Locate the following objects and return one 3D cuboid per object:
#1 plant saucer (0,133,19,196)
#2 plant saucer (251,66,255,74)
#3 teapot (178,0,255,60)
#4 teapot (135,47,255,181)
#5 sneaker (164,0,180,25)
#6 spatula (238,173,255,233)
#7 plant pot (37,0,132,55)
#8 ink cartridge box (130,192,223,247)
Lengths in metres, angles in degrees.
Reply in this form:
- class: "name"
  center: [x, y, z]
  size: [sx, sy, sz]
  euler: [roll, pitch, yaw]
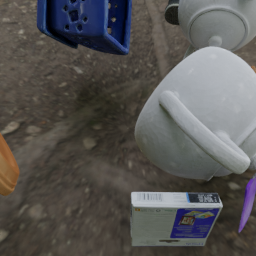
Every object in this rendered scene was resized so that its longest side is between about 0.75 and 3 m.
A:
- class: "plant saucer"
  center: [-2.780, 0.218, 5.460]
  size: [0.436, 2.329, 2.329]
  euler: [-31, 61, -17]
- class: "plant saucer"
  center: [3.394, -0.381, 6.896]
  size: [0.383, 2.371, 2.371]
  euler: [-23, 50, 26]
- class: "teapot"
  center: [2.103, -2.479, 6.552]
  size: [2.202, 2.231, 1.629]
  euler: [2, 59, 30]
- class: "teapot"
  center: [1.653, 0.009, 5.402]
  size: [2.879, 2.841, 2.102]
  euler: [-35, 66, -26]
- class: "sneaker"
  center: [2.219, -3.572, 8.541]
  size: [2.144, 0.802, 1.139]
  euler: [14, 48, -1]
- class: "spatula"
  center: [2.299, 0.413, 4.328]
  size: [0.280, 2.723, 0.770]
  euler: [32, 25, 29]
- class: "plant pot"
  center: [-1.185, -3.413, 7.882]
  size: [2.111, 2.348, 2.349]
  euler: [4, 95, 14]
- class: "ink cartridge box"
  center: [0.749, 1.625, 4.878]
  size: [1.423, 1.437, 0.312]
  euler: [0, 43, -1]
